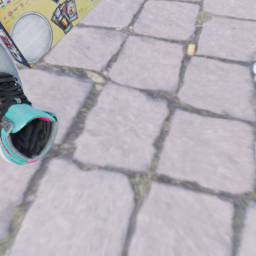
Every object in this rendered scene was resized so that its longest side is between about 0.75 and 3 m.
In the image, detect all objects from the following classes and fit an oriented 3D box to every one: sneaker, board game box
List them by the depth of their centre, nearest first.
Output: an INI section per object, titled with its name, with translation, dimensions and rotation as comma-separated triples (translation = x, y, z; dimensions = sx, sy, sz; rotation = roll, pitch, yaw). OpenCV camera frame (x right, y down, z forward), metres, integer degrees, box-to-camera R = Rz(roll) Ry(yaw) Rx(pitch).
[sneaker]
translation = -1.871, -0.372, 4.646
dimensions = 1.380, 2.285, 0.956
rotation = 7, 25, 45
[board game box]
translation = -1.373, -2.635, 4.986
dimensions = 0.459, 1.799, 2.655
rotation = 26, 66, 27

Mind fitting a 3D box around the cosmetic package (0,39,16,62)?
[cosmetic package]
translation = -2.627, -1.689, 5.781
dimensions = 0.380, 0.897, 0.483
rotation = -19, 88, 19
